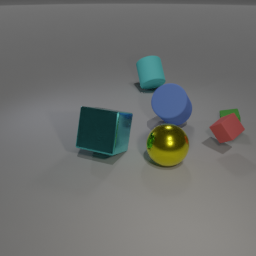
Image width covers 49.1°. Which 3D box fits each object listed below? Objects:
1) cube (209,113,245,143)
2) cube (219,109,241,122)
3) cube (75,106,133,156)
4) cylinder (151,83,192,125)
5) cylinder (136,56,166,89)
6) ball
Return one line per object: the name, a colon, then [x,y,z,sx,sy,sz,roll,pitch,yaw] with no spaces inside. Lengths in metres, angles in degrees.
cube: [3.409,0.012,9.661,0.700,0.700,0.700,-34,1,-23]
cube: [4.040,-0.273,11.092,0.700,0.700,0.700,-6,31,16]
cube: [-0.787,0.060,9.658,1.400,1.400,1.400,10,5,19]
cylinder: [1.781,-0.913,11.245,1.400,1.400,1.400,12,-6,23]
cylinder: [1.257,-3.057,15.532,1.400,1.400,1.400,-10,-13,-2]
ball: [1.296,0.550,9.177,1.400,1.400,1.400,0,27,0]
